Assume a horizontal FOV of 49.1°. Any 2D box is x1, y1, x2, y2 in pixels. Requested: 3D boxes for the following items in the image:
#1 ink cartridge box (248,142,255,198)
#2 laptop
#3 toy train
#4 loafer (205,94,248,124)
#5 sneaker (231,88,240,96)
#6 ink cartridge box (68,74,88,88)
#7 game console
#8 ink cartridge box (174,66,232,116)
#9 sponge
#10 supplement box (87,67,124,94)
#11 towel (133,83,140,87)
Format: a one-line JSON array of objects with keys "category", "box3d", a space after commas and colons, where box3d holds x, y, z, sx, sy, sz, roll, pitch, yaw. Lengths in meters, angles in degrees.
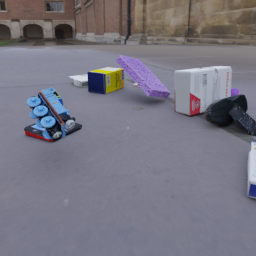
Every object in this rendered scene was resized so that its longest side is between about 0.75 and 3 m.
[{"category": "ink cartridge box", "box3d": [3.630, 0.991, 5.864, 2.093, 0.426, 2.097, 9, 22, 22]}, {"category": "laptop", "box3d": [4.122, -0.349, 8.906, 1.495, 0.772, 1.325, 45, 33, 9]}, {"category": "toy train", "box3d": [-1.816, -0.341, 6.636, 0.802, 0.608, 1.404, -26, 56, -27]}, {"category": "loafer", "box3d": [3.303, -0.612, 9.845, 2.460, 0.895, 0.889, -14, 5, -43]}, {"category": "sneaker", "box3d": [3.577, -1.945, 12.582, 2.934, 1.297, 1.180, 19, 27, 39]}, {"category": "ink cartridge box", "box3d": [-2.230, -2.725, 15.962, 1.865, 0.406, 1.619, -14, 24, -33]}, {"category": "game console", "box3d": [-2.363, 0.006, 8.840, 1.281, 0.225, 1.449, 11, 23, 27]}, {"category": "ink cartridge box", "box3d": [2.913, -1.497, 10.843, 2.211, 1.595, 0.926, -12, 19, -30]}, {"category": "sponge", "box3d": [0.668, -2.283, 12.390, 1.409, 0.377, 2.525, -2, 45, -48]}, {"category": "supplement box", "box3d": [-1.091, -2.449, 14.304, 1.021, 1.027, 1.875, 13, 25, 28]}, {"category": "towel", "box3d": [0.840, -2.420, 15.509, 0.848, 0.143, 0.888, 12, 23, 30]}]
